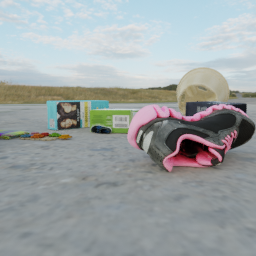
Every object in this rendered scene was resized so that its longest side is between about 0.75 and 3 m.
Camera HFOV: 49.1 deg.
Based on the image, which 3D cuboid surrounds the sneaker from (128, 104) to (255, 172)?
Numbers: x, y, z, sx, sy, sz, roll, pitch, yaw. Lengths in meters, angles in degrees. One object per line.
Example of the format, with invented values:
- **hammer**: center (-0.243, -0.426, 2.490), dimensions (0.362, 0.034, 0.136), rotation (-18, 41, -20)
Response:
- **sneaker**: center (1.444, 0.267, 5.148), dimensions (2.807, 1.109, 1.339), rotation (-4, 29, -26)

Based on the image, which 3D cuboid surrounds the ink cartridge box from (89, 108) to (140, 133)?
- **ink cartridge box**: center (-0.258, -0.318, 10.263), dimensions (1.542, 0.790, 2.087), rotation (2, 5, 19)

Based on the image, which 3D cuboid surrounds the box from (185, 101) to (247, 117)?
- **box**: center (3.365, -0.517, 10.833), dimensions (1.638, 0.978, 1.665), rotation (-5, 10, -34)

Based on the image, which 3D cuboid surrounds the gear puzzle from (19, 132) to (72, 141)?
- **gear puzzle**: center (-2.329, 0.214, 8.076), dimensions (1.516, 0.198, 0.785), rotation (2, 7, 18)

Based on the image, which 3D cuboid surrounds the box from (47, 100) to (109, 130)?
- **box**: center (-1.901, -0.559, 11.106), dimensions (0.637, 1.067, 2.593), rotation (6, 9, 43)

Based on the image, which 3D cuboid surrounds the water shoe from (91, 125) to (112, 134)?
- **water shoe**: center (-0.919, 0.054, 9.228), dimensions (0.753, 0.269, 0.297), rotation (1, 9, 17)

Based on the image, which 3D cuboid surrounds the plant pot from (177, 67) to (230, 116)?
- **plant pot**: center (3.701, -1.556, 14.442), dimensions (2.858, 2.858, 2.616), rotation (2, 19, 20)

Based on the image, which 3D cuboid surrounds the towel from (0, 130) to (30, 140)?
- **towel**: center (-3.860, 0.191, 8.513), dimensions (1.425, 0.162, 1.024), rotation (2, 6, 13)
